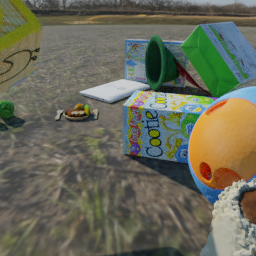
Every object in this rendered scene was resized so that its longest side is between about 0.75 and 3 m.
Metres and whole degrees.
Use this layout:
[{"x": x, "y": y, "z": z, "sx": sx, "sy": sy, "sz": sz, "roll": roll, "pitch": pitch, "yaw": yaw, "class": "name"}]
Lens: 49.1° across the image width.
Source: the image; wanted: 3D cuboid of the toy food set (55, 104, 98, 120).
[{"x": -1.718, "y": -0.560, "z": 9.378, "sx": 1.406, "sy": 0.282, "sz": 0.971, "roll": -2, "pitch": 25, "yaw": -4, "class": "toy food set"}]

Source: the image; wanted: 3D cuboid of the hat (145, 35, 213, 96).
[{"x": 2.111, "y": -2.584, "z": 11.826, "sx": 2.244, "sy": 2.549, "sz": 2.112, "roll": -4, "pitch": 7, "yaw": -16, "class": "hat"}]

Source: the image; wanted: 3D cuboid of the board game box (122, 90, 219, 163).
[{"x": 1.262, "y": -0.043, "z": 6.997, "sx": 2.560, "sy": 1.319, "sz": 1.342, "roll": 7, "pitch": 25, "yaw": 15, "class": "board game box"}]

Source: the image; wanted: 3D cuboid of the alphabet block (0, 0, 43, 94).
[{"x": -2.658, "y": -1.570, "z": 4.929, "sx": 1.608, "sy": 1.617, "sz": 1.646, "roll": -44, "pitch": 3, "yaw": -25, "class": "alphabet block"}]

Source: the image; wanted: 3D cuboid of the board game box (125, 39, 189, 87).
[{"x": 1.257, "y": -2.959, "z": 12.643, "sx": 2.864, "sy": 1.926, "sz": 0.490, "roll": 10, "pitch": 24, "yaw": 20, "class": "board game box"}]

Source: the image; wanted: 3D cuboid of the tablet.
[{"x": -0.486, "y": -1.644, "z": 11.890, "sx": 1.772, "sy": 0.186, "sz": 2.724, "roll": 19, "pitch": 31, "yaw": 36, "class": "tablet"}]

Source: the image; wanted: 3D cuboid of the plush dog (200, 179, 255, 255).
[{"x": 1.693, "y": 1.910, "z": 2.820, "sx": 2.060, "sy": 1.924, "sz": 2.398, "roll": 6, "pitch": 50, "yaw": -21, "class": "plush dog"}]

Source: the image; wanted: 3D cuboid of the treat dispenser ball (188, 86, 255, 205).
[{"x": 2.190, "y": 0.442, "z": 4.803, "sx": 2.296, "sy": 2.296, "sz": 2.296, "roll": 0, "pitch": 25, "yaw": 0, "class": "treat dispenser ball"}]

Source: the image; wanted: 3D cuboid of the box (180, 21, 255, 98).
[{"x": 3.897, "y": -2.777, "z": 11.225, "sx": 2.400, "sy": 1.315, "sz": 2.720, "roll": -22, "pitch": 76, "yaw": -38, "class": "box"}]

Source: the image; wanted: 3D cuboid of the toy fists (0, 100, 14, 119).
[{"x": -4.213, "y": -0.546, "z": 8.990, "sx": 1.137, "sy": 0.580, "sz": 0.391, "roll": -20, "pitch": 31, "yaw": -36, "class": "toy fists"}]
